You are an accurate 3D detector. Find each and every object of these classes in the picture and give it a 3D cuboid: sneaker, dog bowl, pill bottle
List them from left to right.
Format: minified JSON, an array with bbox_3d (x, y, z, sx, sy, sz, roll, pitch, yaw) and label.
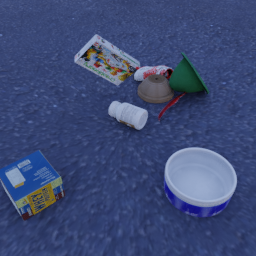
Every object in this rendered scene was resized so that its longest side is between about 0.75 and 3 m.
[{"bbox_3d":[-0.014,-0.502,10.204,1.320,0.755,0.755,23,46,25],"label":"pill bottle"},{"bbox_3d":[1.149,-2.388,12.344,1.749,0.584,0.937,-15,26,-21],"label":"sneaker"},{"bbox_3d":[1.993,1.488,7.930,1.932,0.761,1.932,0,42,0],"label":"dog bowl"}]

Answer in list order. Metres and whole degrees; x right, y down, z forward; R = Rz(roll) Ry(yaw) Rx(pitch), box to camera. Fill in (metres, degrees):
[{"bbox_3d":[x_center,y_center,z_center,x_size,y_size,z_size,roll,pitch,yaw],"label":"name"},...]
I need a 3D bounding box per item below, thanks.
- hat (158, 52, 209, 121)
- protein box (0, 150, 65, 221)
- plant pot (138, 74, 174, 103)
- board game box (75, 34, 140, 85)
[{"bbox_3d":[1.883,-1.671,11.513,2.161,2.455,2.034,-34,80,15],"label":"hat"},{"bbox_3d":[-2.669,1.546,7.773,1.287,0.875,1.297,-28,49,-28],"label":"protein box"},{"bbox_3d":[1.176,-1.750,11.665,1.544,0.712,1.544,1,42,-1],"label":"plant pot"},{"bbox_3d":[-0.744,-2.458,10.436,2.091,1.320,0.362,23,49,-36],"label":"board game box"}]
